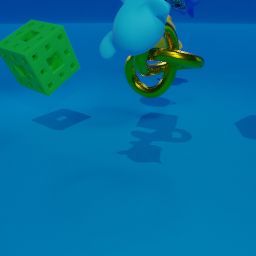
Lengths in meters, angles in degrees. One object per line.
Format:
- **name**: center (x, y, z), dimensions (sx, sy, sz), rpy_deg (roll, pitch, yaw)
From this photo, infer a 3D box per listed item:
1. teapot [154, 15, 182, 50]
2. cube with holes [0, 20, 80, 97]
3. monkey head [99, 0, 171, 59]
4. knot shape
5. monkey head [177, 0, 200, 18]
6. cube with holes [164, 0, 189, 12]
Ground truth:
- **teapot**: center (0.825, -2.933, 8.143), dimensions (0.956, 1.952, 1.213), rpy_deg (-47, 11, 1)
- **cube with holes**: center (-2.187, -1.753, 6.944), dimensions (1.207, 1.207, 1.207), rpy_deg (22, 58, 32)
- **monkey head**: center (0.063, -1.615, 4.088), dimensions (1.423, 1.023, 0.857), rpy_deg (-23, 24, 47)
- **knot shape**: center (0.770, -1.317, 5.649), dimensions (1.546, 1.652, 0.763), rpy_deg (-2, 58, -12)
- **monkey head**: center (1.944, -4.688, 10.415), dimensions (1.874, 1.348, 1.129), rpy_deg (27, -14, -19)
- **cube with holes**: center (0.637, -2.880, 5.344), dimensions (0.909, 0.909, 0.909), rpy_deg (4, -15, 27)
